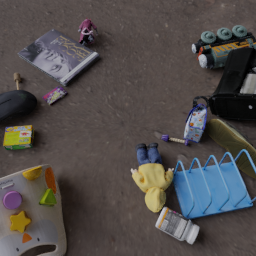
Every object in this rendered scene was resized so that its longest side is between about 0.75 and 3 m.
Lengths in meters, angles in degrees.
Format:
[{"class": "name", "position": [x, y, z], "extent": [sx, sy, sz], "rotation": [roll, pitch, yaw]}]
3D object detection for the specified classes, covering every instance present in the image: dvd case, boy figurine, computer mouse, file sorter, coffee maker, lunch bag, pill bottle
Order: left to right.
[{"class": "computer mouse", "position": [-4.539, -0.715, 10.291], "extent": [2.409, 0.635, 1.668], "rotation": [-28, 72, -19]}, {"class": "dvd case", "position": [-3.019, -3.181, 12.235], "extent": [2.914, 0.233, 2.167], "rotation": [34, 63, 19]}, {"class": "boy figurine", "position": [0.829, 1.545, 8.897], "extent": [1.387, 0.719, 2.232], "rotation": [-5, 59, -10]}, {"class": "pill bottle", "position": [1.433, 2.837, 8.120], "extent": [1.139, 0.663, 0.663], "rotation": [25, 61, 14]}, {"class": "lunch bag", "position": [2.399, -0.203, 9.914], "extent": [0.678, 0.930, 1.094], "rotation": [18, 60, 9]}, {"class": "file sorter", "position": [2.631, 1.649, 8.473], "extent": [2.197, 1.348, 1.525], "rotation": [-10, 57, -6]}, {"class": "coffee maker", "position": [4.015, -1.730, 10.433], "extent": [2.444, 1.714, 2.545], "rotation": [20, 59, 13]}]

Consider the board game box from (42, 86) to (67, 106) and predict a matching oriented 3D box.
[{"class": "board game box", "position": [-2.891, -1.287, 11.090], "extent": [0.514, 0.138, 0.856], "rotation": [37, 65, 26]}]

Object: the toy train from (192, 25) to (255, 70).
[{"class": "toy train", "position": [4.150, -3.351, 11.872], "extent": [2.751, 1.172, 1.568], "rotation": [-13, 68, -9]}]

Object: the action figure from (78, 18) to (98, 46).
[{"class": "action figure", "position": [-1.904, -4.472, 12.637], "extent": [0.968, 1.076, 1.445], "rotation": [-3, 71, 5]}]

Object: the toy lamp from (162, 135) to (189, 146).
[{"class": "toy lamp", "position": [1.655, 0.425, 9.907], "extent": [0.930, 0.271, 0.271], "rotation": [14, 58, 8]}]

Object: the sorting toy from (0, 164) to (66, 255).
[{"class": "sorting toy", "position": [-2.965, 2.636, 7.755], "extent": [2.901, 1.550, 2.611], "rotation": [-20, 82, -27]}]

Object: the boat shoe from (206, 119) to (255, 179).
[{"class": "boat shoe", "position": [3.765, 0.578, 9.430], "extent": [0.820, 0.892, 2.495], "rotation": [-19, 59, -41]}]

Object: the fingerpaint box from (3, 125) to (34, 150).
[{"class": "fingerpaint box", "position": [-3.843, 0.338, 9.907], "extent": [0.924, 0.339, 0.771], "rotation": [-5, 58, -4]}]

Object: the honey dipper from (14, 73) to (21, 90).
[{"class": "honey dipper", "position": [-4.397, -1.637, 11.243], "extent": [0.261, 0.261, 1.376], "rotation": [-14, 60, -9]}]
